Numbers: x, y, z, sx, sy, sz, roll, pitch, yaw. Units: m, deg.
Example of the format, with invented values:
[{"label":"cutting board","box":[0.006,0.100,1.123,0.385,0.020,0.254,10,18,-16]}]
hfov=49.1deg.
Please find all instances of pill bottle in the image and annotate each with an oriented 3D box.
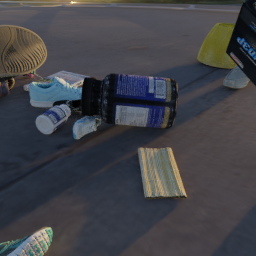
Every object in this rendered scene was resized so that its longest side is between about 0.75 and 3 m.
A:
[{"label":"pill bottle","box":[0.029,-0.859,8.665,2.805,1.569,1.569,5,29,-2]},{"label":"pill bottle","box":[-2.325,-0.323,8.898,0.633,0.633,1.140,12,31,20]}]

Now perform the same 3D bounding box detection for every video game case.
[{"label":"video game case","box":[-3.054,-1.969,12.270,1.706,0.215,2.383,17,33,27]}]

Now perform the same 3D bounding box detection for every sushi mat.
[{"label":"sushi mat","box":[0.787,1.048,6.984,0.946,0.120,1.977,-2,30,-2]}]

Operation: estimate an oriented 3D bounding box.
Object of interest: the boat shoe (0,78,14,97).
[{"label":"boat shoe","box":[-5.126,-1.876,11.410,0.918,1.019,2.833,5,22,-19]}]

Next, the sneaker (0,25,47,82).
[{"label":"sneaker","box":[-3.108,-1.325,5.748,1.454,1.024,2.738,-4,21,43]}]

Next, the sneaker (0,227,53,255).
[{"label":"sneaker","box":[-1.928,2.086,4.767,0.613,0.522,1.345,18,32,36]}]

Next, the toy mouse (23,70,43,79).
[{"label":"toy mouse","box":[-4.679,-2.677,12.654,1.873,0.408,2.108,17,-6,-15]}]

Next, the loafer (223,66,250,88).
[{"label":"loafer","box":[5.025,-2.483,12.372,0.999,0.997,2.857,20,35,32]}]

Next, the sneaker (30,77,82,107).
[{"label":"sneaker","box":[-2.383,-1.374,10.368,2.513,1.030,0.929,-6,31,-10]}]

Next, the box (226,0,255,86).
[{"label":"box","box":[3.603,-1.797,7.026,0.566,1.955,2.460,-28,68,-6]}]

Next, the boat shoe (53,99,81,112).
[{"label":"boat shoe","box":[-1.986,-0.836,9.844,1.415,0.478,0.508,3,66,7]}]

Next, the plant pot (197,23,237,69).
[{"label":"plant pot","box":[5.226,-4.504,14.934,2.686,1.906,2.686,3,31,-2]}]

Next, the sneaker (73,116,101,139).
[{"label":"sneaker","box":[-1.265,-0.048,8.577,0.497,0.471,1.231,8,31,20]}]
